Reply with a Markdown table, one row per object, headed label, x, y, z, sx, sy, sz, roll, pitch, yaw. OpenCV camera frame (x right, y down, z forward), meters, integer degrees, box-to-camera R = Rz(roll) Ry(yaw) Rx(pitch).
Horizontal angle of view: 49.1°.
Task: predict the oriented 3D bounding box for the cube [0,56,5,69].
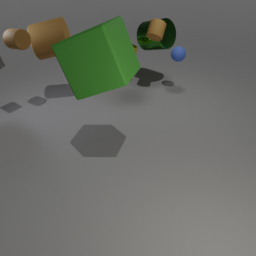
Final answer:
| label | x | y | z | sx | sy | sz | roll | pitch | yaw |
| --- | --- | --- | --- | --- | --- | --- | --- | --- | --- |
| cube | -5.067 | -2.466 | 10.166 | 0.700 | 0.700 | 0.700 | 34 | 64 | 21 |

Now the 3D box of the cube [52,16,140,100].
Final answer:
| label | x | y | z | sx | sy | sz | roll | pitch | yaw |
| --- | --- | --- | --- | --- | --- | --- | --- | --- | --- |
| cube | -0.702 | -1.718 | 6.854 | 1.400 | 1.400 | 1.400 | -13 | 23 | 23 |

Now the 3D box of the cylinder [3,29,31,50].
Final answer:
| label | x | y | z | sx | sy | sz | roll | pitch | yaw |
| --- | --- | --- | --- | --- | --- | --- | --- | --- | --- |
| cylinder | -3.962 | -3.170 | 10.004 | 0.700 | 0.700 | 0.700 | 15 | 35 | 34 |

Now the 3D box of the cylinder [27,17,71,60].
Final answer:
| label | x | y | z | sx | sy | sz | roll | pitch | yaw |
| --- | --- | --- | --- | --- | --- | --- | --- | --- | --- |
| cylinder | -3.106 | -3.607 | 11.329 | 1.400 | 1.400 | 1.400 | -14 | 33 | 2 |

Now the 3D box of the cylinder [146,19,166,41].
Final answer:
| label | x | y | z | sx | sy | sz | roll | pitch | yaw |
| --- | --- | --- | --- | --- | --- | --- | --- | --- | --- |
| cylinder | 1.214 | -4.205 | 12.028 | 0.700 | 0.700 | 0.700 | 17 | -3 | 1 |

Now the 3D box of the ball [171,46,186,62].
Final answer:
| label | x | y | z | sx | sy | sz | roll | pitch | yaw |
| --- | --- | --- | --- | --- | --- | --- | --- | --- | --- |
| ball | 2.370 | -3.479 | 13.181 | 0.700 | 0.700 | 0.700 | 0 | 33 | 0 |

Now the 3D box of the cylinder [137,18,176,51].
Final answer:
| label | x | y | z | sx | sy | sz | roll | pitch | yaw |
| --- | --- | --- | --- | --- | --- | --- | --- | --- | --- |
| cylinder | 1.377 | -4.514 | 13.594 | 1.400 | 1.400 | 1.400 | -28 | 27 | -36 |

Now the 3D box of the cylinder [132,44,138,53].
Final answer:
| label | x | y | z | sx | sy | sz | roll | pitch | yaw |
| --- | --- | --- | --- | --- | --- | --- | --- | --- | --- |
| cylinder | 0.008 | -3.775 | 13.531 | 0.700 | 0.700 | 0.700 | 33 | 41 | 10 |
